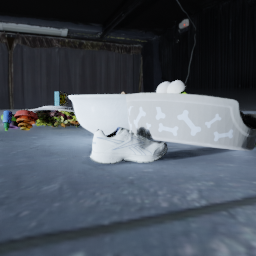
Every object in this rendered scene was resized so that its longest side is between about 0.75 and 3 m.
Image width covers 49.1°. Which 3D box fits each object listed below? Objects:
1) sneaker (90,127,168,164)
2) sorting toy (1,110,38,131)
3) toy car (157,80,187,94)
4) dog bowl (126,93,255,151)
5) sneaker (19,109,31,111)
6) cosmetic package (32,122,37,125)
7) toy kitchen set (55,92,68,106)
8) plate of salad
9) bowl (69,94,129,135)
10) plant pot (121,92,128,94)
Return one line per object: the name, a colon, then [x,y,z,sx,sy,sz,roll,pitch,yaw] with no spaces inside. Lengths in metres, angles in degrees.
sneaker: [0.054,0.295,4.981,1.446,0.630,0.539,-1,4,-20]
sorting toy: [-4.304,-0.182,10.828,1.799,0.738,1.081,-11,-18,38]
toy car: [2.413,-1.199,15.401,2.020,2.357,2.694,-38,19,-16]
dog bowl: [1.349,-0.094,6.005,2.921,0.857,2.921,7,0,0]
sneaker: [-4.995,-0.659,15.565,2.125,0.706,0.962,4,2,0]
cosmetic package: [-4.844,-0.417,13.562,0.824,0.508,0.827,0,5,-5]
toy kitchen set: [-3.378,-1.178,15.441,2.109,1.689,1.242,4,6,38]
plate of salad: [-2.624,-0.330,11.382,2.838,0.682,2.838,4,-10,1]
bowl: [-0.252,-0.307,8.030,2.836,1.275,2.836,0,5,0]
plant pot: [0.137,-1.027,15.721,1.460,1.674,1.674,16,1,-15]
